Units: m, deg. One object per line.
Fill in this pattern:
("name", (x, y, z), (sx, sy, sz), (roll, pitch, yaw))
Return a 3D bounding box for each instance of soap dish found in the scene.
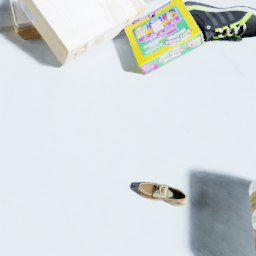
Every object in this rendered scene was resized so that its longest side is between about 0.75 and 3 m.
("soap dish", (-2.978, -3.750, 9.090), (1.487, 0.768, 1.890), (-17, 61, -10))

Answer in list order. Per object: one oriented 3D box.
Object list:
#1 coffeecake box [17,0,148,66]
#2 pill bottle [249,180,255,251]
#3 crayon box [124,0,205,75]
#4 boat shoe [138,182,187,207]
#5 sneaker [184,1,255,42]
("coffeecake box", (-1.286, -3.620, 8.236), (2.960, 1.081, 2.272), (-37, 93, -23))
("pill bottle", (3.143, 2.297, 5.068), (1.539, 1.539, 2.691), (5, 60, 3))
("crayon box", (1.008, -2.702, 8.210), (1.893, 0.552, 1.633), (-26, 61, 14))
("boat shoe", (0.790, 1.417, 6.251), (1.111, 0.410, 0.420), (12, 60, 7))
("sneaker", (2.703, -3.017, 8.621), (2.903, 1.041, 1.202), (14, 66, 17))
